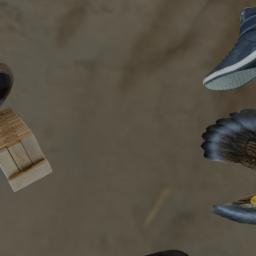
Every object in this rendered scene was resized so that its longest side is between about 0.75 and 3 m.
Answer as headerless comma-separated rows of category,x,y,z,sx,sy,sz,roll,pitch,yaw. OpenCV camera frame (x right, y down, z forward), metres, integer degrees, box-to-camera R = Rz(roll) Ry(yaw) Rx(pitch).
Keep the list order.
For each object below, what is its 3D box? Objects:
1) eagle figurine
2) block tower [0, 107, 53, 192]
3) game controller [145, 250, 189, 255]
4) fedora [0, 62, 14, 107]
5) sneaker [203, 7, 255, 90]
eagle figurine,2.685,0.987,4.586,2.233,2.959,2.245,33,88,-19
block tower,-1.734,0.186,4.160,0.531,1.967,0.569,-29,120,-22
game controller,-0.188,2.663,3.967,0.589,2.799,1.460,43,36,-24
fedora,-2.644,-0.687,4.772,0.634,1.243,1.405,43,115,6
sneaker,2.191,-1.539,5.489,0.659,1.733,1.253,17,64,-30
